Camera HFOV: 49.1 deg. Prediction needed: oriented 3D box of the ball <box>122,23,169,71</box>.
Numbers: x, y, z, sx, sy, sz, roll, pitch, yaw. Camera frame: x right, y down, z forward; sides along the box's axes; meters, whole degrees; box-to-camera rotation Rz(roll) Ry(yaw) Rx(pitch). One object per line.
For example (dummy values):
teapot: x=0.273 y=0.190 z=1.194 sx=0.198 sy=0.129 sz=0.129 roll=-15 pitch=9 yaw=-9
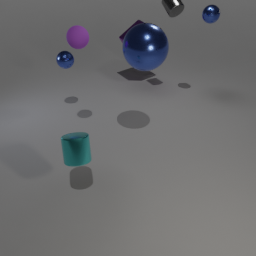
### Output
ball: x=0.529 y=-2.432 z=8.461 sx=1.400 sy=1.400 sz=1.400 roll=0 pitch=31 yaw=0

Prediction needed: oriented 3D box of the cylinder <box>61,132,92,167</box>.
cylinder: x=-1.298 y=0.524 z=7.048 sx=0.700 sy=0.700 sz=0.700 roll=-4 pitch=14 yaw=1

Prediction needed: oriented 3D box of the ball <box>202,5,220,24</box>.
ball: x=3.304 y=-4.529 z=11.142 sx=0.700 sy=0.700 sz=0.700 roll=0 pitch=31 yaw=0

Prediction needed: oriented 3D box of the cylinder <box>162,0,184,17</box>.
cylinder: x=1.817 y=-4.991 z=11.339 sx=0.700 sy=0.700 sz=0.700 roll=-18 pitch=73 yaw=-27

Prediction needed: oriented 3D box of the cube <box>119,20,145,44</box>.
cube: x=0.678 y=-4.376 z=14.324 sx=1.400 sy=1.400 sz=1.400 roll=-42 pitch=48 yaw=-1

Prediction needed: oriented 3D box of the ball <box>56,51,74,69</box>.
ball: x=-2.490 y=-2.707 z=11.119 sx=0.700 sy=0.700 sz=0.700 roll=0 pitch=31 yaw=0

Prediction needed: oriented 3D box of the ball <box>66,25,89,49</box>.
ball: x=-1.551 y=-2.801 z=8.656 sx=0.700 sy=0.700 sz=0.700 roll=0 pitch=31 yaw=0
